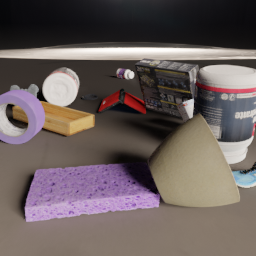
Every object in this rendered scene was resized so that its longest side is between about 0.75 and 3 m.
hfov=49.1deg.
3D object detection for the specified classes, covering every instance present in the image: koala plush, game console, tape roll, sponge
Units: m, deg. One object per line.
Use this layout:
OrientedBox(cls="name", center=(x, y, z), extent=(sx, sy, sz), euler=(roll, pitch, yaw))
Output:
OrientedBox(cls="koala plush", center=(-4.243, -1.164, 11.698), extent=(1.082, 1.122, 1.221), euler=(-4, -1, -13))
OrientedBox(cls="game console", center=(-0.231, -0.908, 11.844), extent=(1.616, 1.113, 1.875), euler=(-29, 16, 11))
OrientedBox(cls="tape roll", center=(-3.289, -0.325, 8.256), extent=(1.504, 1.504, 0.639), euler=(2, 20, 6))
OrientedBox(cls="sponge", center=(-0.695, 1.210, 5.699), extent=(2.471, 0.369, 1.379), euler=(-3, 20, -9))

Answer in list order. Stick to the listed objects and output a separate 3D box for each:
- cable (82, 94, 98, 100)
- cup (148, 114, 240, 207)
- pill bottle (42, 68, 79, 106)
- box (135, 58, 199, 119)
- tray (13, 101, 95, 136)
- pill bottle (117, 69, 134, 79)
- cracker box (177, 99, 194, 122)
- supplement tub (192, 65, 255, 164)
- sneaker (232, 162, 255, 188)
OrientedBox(cls="cable", center=(-1.826, -1.483, 13.411), extent=(0.767, 0.195, 0.626), euler=(-1, 20, -4))
OrientedBox(cls="cup", center=(1.121, 0.779, 5.345), extent=(1.261, 1.764, 1.764), euler=(-23, 19, 6))
OrientedBox(cls="pill bottle", center=(-3.024, -2.002, 12.995), extent=(1.460, 1.460, 2.637), euler=(-2, 19, -6))
OrientedBox(cls="box", center=(1.517, -1.441, 10.445), extent=(2.547, 2.053, 0.625), euler=(20, 50, 44))
OrientedBox(cls="tray", center=(-2.594, -0.381, 9.713), extent=(2.622, 0.485, 1.293), euler=(14, 21, 29))
OrientedBox(cls="pill bottle", center=(-0.171, -3.581, 18.596), extent=(1.116, 0.622, 0.622), euler=(18, 26, 40))
OrientedBox(cls="cracker box", center=(2.093, -0.411, 9.286), extent=(0.672, 1.003, 0.289), euler=(-20, -5, -44))
OrientedBox(cls="supplement tub", center=(2.466, -0.384, 7.222), extent=(1.577, 2.247, 1.577), euler=(-1, 23, 0))
OrientedBox(cls="sneaker", center=(2.735, 0.952, 6.134), extent=(1.211, 0.545, 0.475), euler=(-3, 20, -10))
